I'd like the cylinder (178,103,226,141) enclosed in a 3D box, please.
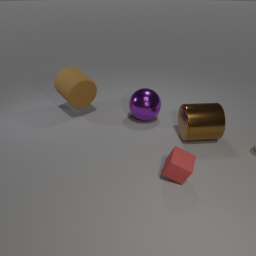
[{"bbox_3d":[2.735,-0.235,10.589,1.400,1.400,1.400,-3,28,-5],"label":"cylinder"}]

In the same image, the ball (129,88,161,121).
[{"bbox_3d":[0.733,-1.011,12.062,1.400,1.400,1.400,0,28,0],"label":"ball"}]

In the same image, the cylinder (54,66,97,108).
[{"bbox_3d":[-2.308,-1.790,12.328,1.400,1.400,1.400,-20,45,-33],"label":"cylinder"}]

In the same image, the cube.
[{"bbox_3d":[1.519,1.111,8.390,0.700,0.700,0.700,26,45,0],"label":"cube"}]
